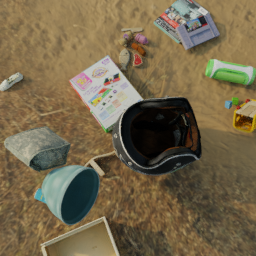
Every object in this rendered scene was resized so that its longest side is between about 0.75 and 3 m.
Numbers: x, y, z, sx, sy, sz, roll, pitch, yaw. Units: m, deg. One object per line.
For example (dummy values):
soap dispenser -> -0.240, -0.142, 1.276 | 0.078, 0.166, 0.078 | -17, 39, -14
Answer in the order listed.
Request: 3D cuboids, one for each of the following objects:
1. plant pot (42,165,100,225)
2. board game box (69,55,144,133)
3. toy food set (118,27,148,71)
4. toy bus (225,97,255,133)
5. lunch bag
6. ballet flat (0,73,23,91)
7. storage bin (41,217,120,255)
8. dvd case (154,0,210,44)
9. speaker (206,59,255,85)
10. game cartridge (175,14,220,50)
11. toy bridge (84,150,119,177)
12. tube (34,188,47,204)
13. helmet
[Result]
plant pot -> -1.720, 1.741, 7.927 | 1.086, 1.621, 1.621 | 17, 74, 28
board game box -> -0.857, -1.442, 11.633 | 2.028, 0.535, 2.651 | -35, 77, -9
toy food set -> 0.248, -3.570, 12.342 | 1.347, 0.334, 2.119 | -4, 74, -1
toy bus -> 4.921, -0.503, 11.148 | 1.840, 1.736, 0.951 | -3, 118, 0
lunch bag -> -2.673, 0.641, 8.208 | 1.238, 1.509, 0.887 | 31, 114, 28
ballet flat -> -5.013, -2.014, 11.896 | 1.108, 0.397, 0.397 | -36, 77, -9
storage bin -> -1.457, 4.704, 9.577 | 2.470, 1.166, 2.488 | -22, 76, -7
dvd case -> 2.455, -5.031, 12.815 | 1.565, 0.236, 2.144 | 42, 79, 11
speaker -> 4.283, -2.349, 11.751 | 1.882, 0.832, 0.832 | 12, 75, 3
game cartridge -> 3.085, -4.279, 12.403 | 1.740, 0.334, 1.128 | -26, 92, -11
toy bridge -> -1.206, 1.551, 10.906 | 2.331, 0.317, 0.783 | -42, 78, -11
tube -> -2.730, 2.744, 10.578 | 1.551, 0.391, 0.600 | 21, 88, 1
helmet -> 0.942, 0.323, 9.897 | 2.818, 2.956, 2.956 | -14, 73, 23
